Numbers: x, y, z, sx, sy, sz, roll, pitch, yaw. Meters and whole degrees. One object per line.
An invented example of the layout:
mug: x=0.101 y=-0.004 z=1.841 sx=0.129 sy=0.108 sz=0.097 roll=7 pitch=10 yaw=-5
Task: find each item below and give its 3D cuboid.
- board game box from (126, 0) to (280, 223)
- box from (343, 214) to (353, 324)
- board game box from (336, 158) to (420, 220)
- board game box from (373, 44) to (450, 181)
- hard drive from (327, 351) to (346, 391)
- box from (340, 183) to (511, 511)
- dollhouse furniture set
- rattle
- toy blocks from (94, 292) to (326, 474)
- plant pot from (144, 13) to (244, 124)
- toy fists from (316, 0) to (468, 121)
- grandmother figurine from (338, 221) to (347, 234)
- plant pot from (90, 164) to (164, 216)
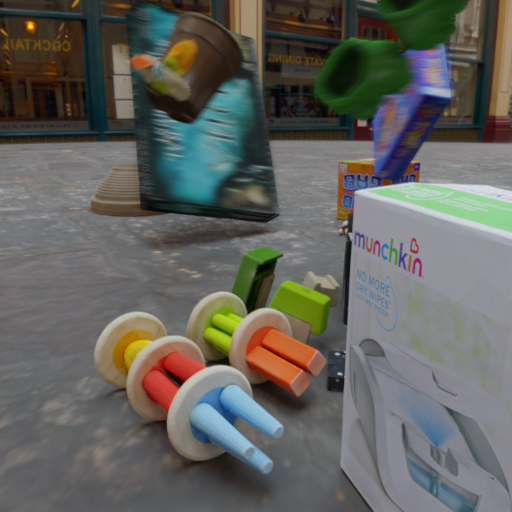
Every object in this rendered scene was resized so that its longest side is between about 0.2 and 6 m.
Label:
board game box: x=-1.186 y=-3.186 z=12.695 sx=3.225 sy=4.768 sz=0.671 roll=3 pitch=-18 yaw=-35
box: x=1.967 y=0.142 z=7.989 sx=1.415 sy=1.184 sz=1.906 roll=3 pitch=16 yaw=9
board game box: x=3.085 y=-1.655 z=14.182 sx=1.475 sy=1.474 sz=1.474 roll=14 pitch=20 yaw=43
board game box: x=3.232 y=-3.097 z=11.990 sx=0.583 sy=1.750 sz=2.603 roll=8 pitch=-30 yaw=-6
hard drive: x=1.212 y=1.223 z=5.861 sx=0.928 sy=0.176 sz=0.648 roll=2 pitch=15 yaw=7
box: x=1.611 y=0.856 z=3.185 sx=1.233 sy=2.251 sz=2.551 roll=-4 pitch=16 yaw=-17
dollhouse furniture set: x=0.947 y=0.886 z=6.465 sx=2.731 sy=1.054 sz=1.365 roll=23 pitch=20 yaw=21
rattle: x=-1.136 y=-2.593 z=7.356 sx=0.790 sy=0.866 sz=1.213 roll=48 pitch=3 yaw=14
toy blocks: x=-0.183 y=1.085 z=5.146 sx=1.871 sy=0.815 sz=2.245 roll=-12 pitch=19 yaw=-36
plant pot: x=-1.093 y=-3.009 z=9.292 sx=1.347 sy=1.333 sz=1.347 roll=25 pitch=-16 yaw=8
toy fists: x=1.758 y=-2.647 z=6.923 sx=0.780 sy=2.270 sz=1.157 roll=49 pitch=33 yaw=17
grandmother figurine: x=2.126 y=-0.581 z=12.513 sx=0.592 sy=0.295 sz=0.975 roll=8 pitch=17 yaw=-5
plant pot: x=-3.353 y=-1.944 z=15.831 sx=2.654 sy=1.225 sz=2.654 roll=-1 pitch=14 yaw=0
